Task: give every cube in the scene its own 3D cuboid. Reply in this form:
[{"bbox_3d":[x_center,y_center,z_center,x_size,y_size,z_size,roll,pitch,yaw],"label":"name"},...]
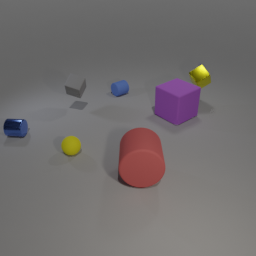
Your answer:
[{"bbox_3d":[-2.310,-1.855,12.374,0.700,0.700,0.700,18,65,4],"label":"cube"},{"bbox_3d":[2.156,-1.184,12.345,1.400,1.400,1.400,-25,39,-32],"label":"cube"},{"bbox_3d":[3.283,-2.293,12.759,0.700,0.700,0.700,-31,61,5],"label":"cube"}]

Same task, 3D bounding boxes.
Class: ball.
[{"bbox_3d":[-2.049,0.632,10.095,0.700,0.700,0.700,0,31,0],"label":"ball"}]

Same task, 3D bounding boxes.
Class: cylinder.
[{"bbox_3d":[-4.462,-0.015,11.150,0.700,0.700,0.700,2,32,3],"label":"cylinder"},{"bbox_3d":[-0.416,-2.070,14.508,0.700,0.700,0.700,-23,38,-32],"label":"cylinder"},{"bbox_3d":[0.417,0.908,8.879,1.400,1.400,1.400,0,28,0],"label":"cylinder"}]
